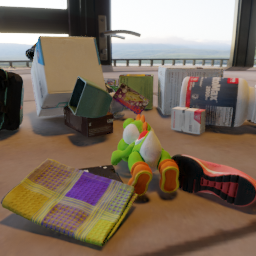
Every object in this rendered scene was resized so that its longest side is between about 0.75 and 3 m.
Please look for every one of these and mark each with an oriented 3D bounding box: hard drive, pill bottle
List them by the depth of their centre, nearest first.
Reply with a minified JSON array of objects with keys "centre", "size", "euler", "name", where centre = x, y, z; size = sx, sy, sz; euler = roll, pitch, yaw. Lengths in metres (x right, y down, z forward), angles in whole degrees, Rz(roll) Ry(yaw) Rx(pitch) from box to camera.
[{"centre":[-0.904,1.147,5.779],"size":[1.463,0.277,1.022],"euler":[-4,16,-17],"name":"hard drive"},{"centre":[3.549,-0.976,10.404],"size":[2.994,1.790,1.790],"euler":[5,17,19],"name":"pill bottle"}]

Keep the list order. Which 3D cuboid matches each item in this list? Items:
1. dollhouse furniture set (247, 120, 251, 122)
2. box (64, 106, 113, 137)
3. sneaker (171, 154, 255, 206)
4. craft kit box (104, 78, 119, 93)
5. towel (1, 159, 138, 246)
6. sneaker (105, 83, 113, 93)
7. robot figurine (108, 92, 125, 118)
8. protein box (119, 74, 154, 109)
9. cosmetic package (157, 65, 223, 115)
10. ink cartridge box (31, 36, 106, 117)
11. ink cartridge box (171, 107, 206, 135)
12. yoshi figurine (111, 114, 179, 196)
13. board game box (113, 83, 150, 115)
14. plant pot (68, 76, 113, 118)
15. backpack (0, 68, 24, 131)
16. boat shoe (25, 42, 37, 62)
[{"centre":[6.054,-0.583,10.347],"size":[1.444,1.091,2.684],"euler":[-10,19,-31],"name":"dollhouse furniture set"},{"centre":[-1.458,-0.315,10.082],"size":[1.022,0.765,2.042],"euler":[-10,17,-32],"name":"box"},{"centre":[1.740,1.047,5.767],"size":[1.907,0.703,0.827],"euler":[18,10,38],"name":"sneaker"},{"centre":[-1.549,-2.531,16.943],"size":[2.375,0.583,2.404],"euler":[5,-2,7],"name":"craft kit box"},{"centre":[-1.006,1.198,4.933],"size":[2.037,0.232,1.463],"euler":[16,30,20],"name":"towel"},{"centre":[-1.621,-1.850,14.742],"size":[1.787,1.096,2.747],"euler":[-11,7,-7],"name":"sneaker"},{"centre":[-0.753,-0.987,11.960],"size":[1.439,0.958,1.696],"euler":[50,36,11],"name":"robot figurine"},{"centre":[0.425,-1.813,13.726],"size":[1.617,1.605,1.091],"euler":[1,16,5],"name":"protein box"},{"centre":[2.722,-1.787,12.800],"size":[2.488,2.053,2.051],"euler":[-1,16,-3],"name":"cosmetic package"},{"centre":[-2.499,-1.911,11.060],"size":[2.139,2.149,2.929],"euler":[-7,-10,-26],"name":"ink cartridge box"},{"centre":[2.107,-0.281,9.822],"size":[1.103,0.798,0.465],"euler":[11,19,35],"name":"ink cartridge box"},{"centre":[0.309,0.679,6.529],"size":[1.326,1.331,2.368],"euler":[-38,30,10],"name":"yoshi figurine"},{"centre":[0.115,-1.168,11.446],"size":[1.343,0.806,0.217],"euler":[33,-12,3],"name":"board game box"},{"centre":[-1.151,-0.910,9.003],"size":[1.104,1.081,1.084],"euler":[16,13,-28],"name":"plant pot"},{"centre":[-4.994,-0.960,9.832],"size":[2.502,2.200,1.918],"euler":[1,0,5],"name":"backpack"},{"centre":[-3.150,-3.167,12.283],"size":[2.579,0.913,1.171],"euler":[14,45,16],"name":"boat shoe"}]
